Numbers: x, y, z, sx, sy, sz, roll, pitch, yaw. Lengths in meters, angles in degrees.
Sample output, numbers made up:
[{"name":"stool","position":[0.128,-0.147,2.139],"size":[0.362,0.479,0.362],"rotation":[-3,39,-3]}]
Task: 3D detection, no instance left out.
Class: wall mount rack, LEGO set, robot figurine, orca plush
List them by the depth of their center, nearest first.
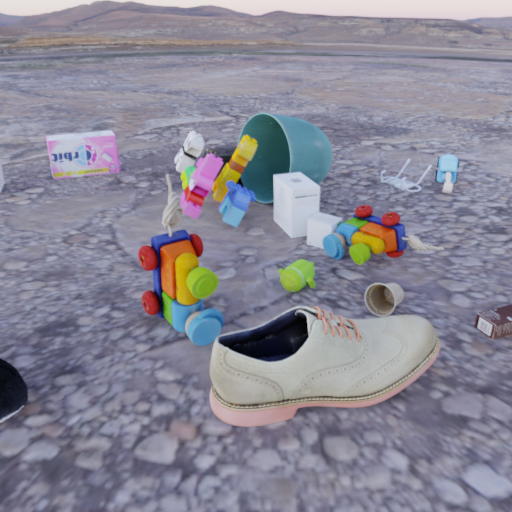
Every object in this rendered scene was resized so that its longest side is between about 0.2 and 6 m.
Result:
[{"name":"orca plush","position":[-5.001,1.578,6.801],"size":[3.961,1.408,2.084],"rotation":[-1,26,-1]},{"name":"robot figurine","position":[0.765,0.365,10.362],"size":[0.712,0.469,0.811],"rotation":[17,31,30]},{"name":"LEGO set","position":[-0.818,-2.183,13.599],"size":[1.624,1.747,4.258],"rotation":[24,18,-21]},{"name":"wall mount rack","position":[4.152,-2.228,15.537],"size":[1.157,0.496,1.331],"rotation":[-23,34,-27]}]

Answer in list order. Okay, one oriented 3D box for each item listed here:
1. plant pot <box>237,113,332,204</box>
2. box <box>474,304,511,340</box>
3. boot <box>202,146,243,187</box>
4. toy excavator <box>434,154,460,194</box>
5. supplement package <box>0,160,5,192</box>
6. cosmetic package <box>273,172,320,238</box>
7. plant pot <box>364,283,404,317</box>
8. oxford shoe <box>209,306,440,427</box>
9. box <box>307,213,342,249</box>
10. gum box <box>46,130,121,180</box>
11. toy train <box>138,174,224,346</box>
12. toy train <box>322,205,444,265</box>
[{"name":"plant pot","position":[0.862,-2.548,14.528],"size":[1.799,2.242,2.242],"rotation":[-9,27,-36]},{"name":"box","position":[4.041,1.063,9.129],"size":[0.828,0.310,0.415],"rotation":[-9,27,-22]},{"name":"boot","position":[-0.907,-2.680,16.262],"size":[2.752,0.953,2.396],"rotation":[-10,23,-32]},{"name":"toy excavator","position":[5.262,-2.257,15.424],"size":[0.613,1.192,1.226],"rotation":[8,-1,15]},{"name":"supplement package","position":[-7.290,-2.103,14.972],"size":[0.800,0.831,1.461],"rotation":[-6,26,-15]},{"name":"cosmetic package","position":[0.903,-1.165,12.694],"size":[0.707,1.149,1.146],"rotation":[-8,27,-17]},{"name":"plant pot","position":[2.255,0.704,9.662],"size":[0.581,0.581,0.532],"rotation":[20,21,35]},{"name":"oxford shoe","position":[1.019,1.261,7.464],"size":[3.370,1.244,1.193],"rotation":[-13,33,-18]},{"name":"box","position":[1.465,-0.529,12.023],"size":[0.604,0.601,0.518],"rotation":[18,31,32]},{"name":"gum box","position":[-5.002,-2.976,16.395],"size":[2.002,1.136,0.662],"rotation":[-10,28,-20]},{"name":"toy train","position":[-1.089,0.119,8.677],"size":[1.038,2.452,1.419],"rotation":[-17,35,-30]},{"name":"toy train","position":[2.397,-0.216,11.000],"size":[1.254,0.917,2.167],"rotation":[-28,29,-24]}]
